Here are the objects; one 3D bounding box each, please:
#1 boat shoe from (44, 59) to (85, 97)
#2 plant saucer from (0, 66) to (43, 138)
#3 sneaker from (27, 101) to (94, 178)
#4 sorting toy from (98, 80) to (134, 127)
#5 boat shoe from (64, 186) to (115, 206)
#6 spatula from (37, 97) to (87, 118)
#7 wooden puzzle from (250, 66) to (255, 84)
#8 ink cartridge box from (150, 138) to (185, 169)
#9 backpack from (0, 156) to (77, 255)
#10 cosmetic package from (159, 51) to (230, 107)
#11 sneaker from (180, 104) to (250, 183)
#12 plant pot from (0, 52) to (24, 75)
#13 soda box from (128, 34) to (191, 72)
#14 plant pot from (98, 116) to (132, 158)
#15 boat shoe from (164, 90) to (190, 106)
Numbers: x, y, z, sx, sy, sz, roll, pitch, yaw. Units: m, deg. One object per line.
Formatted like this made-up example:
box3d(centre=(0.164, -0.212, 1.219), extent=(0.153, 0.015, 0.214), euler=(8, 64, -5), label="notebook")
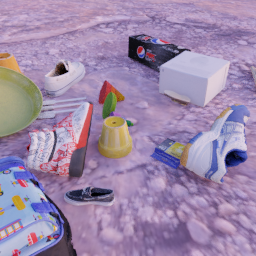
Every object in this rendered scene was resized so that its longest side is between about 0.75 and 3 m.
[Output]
box3d(centre=(-2.303, -2.069, 10.268), extent=(0.884, 0.871, 2.494), euler=(11, 35, 15), label="boat shoe")
box3d(centre=(-3.992, -0.723, 7.969), extent=(2.998, 0.466, 2.998), euler=(12, 44, -12), label="plant saucer")
box3d(centre=(-1.619, 0.071, 6.830), extent=(1.356, 0.845, 2.529), euler=(8, 40, -6), label="sneaker")
box3d(centre=(-0.309, -0.658, 8.512), extent=(0.820, 0.826, 2.382), euler=(14, 27, -22), label="sorting toy")
box3d(centre=(-0.787, 1.342, 5.665), extent=(1.040, 0.353, 0.373), euler=(5, 34, 7), label="boat shoe")
box3d(centre=(-2.076, -0.667, 8.897), extent=(1.623, 0.130, 1.129), euler=(-7, 29, -12), label="spatula")
box3d(centre=(6.004, -1.865, 9.862), extent=(2.869, 0.664, 2.657), euler=(0, 33, 15), label="wooden puzzle")
box3d(centre=(1.075, 0.601, 6.937), extent=(0.766, 0.182, 0.775), euler=(25, 40, 32), label="ink cartridge box")
box3d(centre=(-2.335, 1.479, 4.195), extent=(2.449, 1.805, 2.682), euler=(-20, 38, -26), label="backpack")
box3d(centre=(2.240, -1.728, 9.570), extent=(1.720, 1.061, 1.725), euler=(24, 42, 31), label="cosmetic package")
box3d(centre=(2.403, 0.380, 6.734), extent=(1.149, 0.982, 2.608), euler=(34, 55, 28), label="sneaker")
box3d(centre=(-4.362, -2.018, 9.954), extent=(1.243, 1.138, 1.243), euler=(0, 34, 0), label="plant pot")
box3d(centre=(1.204, -3.083, 11.636), extent=(0.908, 1.015, 2.868), euler=(-21, 40, -33), label="soda box")
box3d(centre=(-0.327, 0.181, 6.983), extent=(0.869, 0.818, 0.869), euler=(0, 33, 0), label="plant pot")
box3d(centre=(1.525, -0.943, 8.889), extent=(0.887, 0.264, 0.319), euler=(17, 41, -8), label="boat shoe")
